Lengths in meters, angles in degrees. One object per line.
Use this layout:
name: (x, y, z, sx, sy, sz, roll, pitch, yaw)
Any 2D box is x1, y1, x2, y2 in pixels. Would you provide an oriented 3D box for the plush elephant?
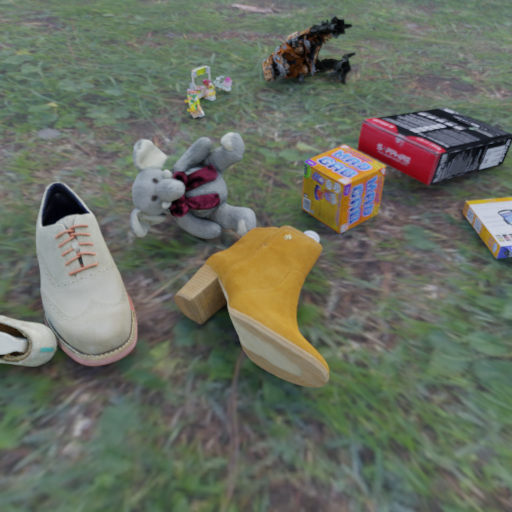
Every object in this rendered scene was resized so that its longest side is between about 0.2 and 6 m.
plush elephant: (-1.349, -1.145, 9.772, 2.222, 1.830, 1.721, 0, 7, 41)

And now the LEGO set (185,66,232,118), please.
LEGO set: (-1.433, -4.335, 14.533, 0.914, 0.739, 1.986, 15, 42, 18)

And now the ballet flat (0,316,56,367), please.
ballet flat: (-3.947, 1.068, 7.738, 2.332, 0.787, 0.727, 5, -5, 5)

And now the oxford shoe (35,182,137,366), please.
oxford shoe: (-2.780, 0.163, 8.524, 1.273, 1.328, 3.597, -19, 43, -22)

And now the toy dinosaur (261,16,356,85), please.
toy dinosaur: (1.463, -5.928, 15.958, 2.315, 1.743, 3.412, 6, 58, 32)

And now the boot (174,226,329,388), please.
boot: (0.386, 0.495, 8.234, 2.946, 1.037, 2.109, 25, 54, 38)

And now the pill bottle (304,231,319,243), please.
pill bottle: (0.858, -0.112, 9.615, 0.389, 0.389, 0.672, 12, 41, 15)

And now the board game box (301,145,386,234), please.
board game box: (1.612, -1.264, 10.491, 1.064, 1.065, 1.064, -26, 46, -29)

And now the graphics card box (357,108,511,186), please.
graphics card box: (3.780, -2.375, 11.719, 2.972, 0.756, 1.864, -19, 42, -37)

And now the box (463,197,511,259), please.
box: (4.534, -0.475, 10.134, 0.947, 0.330, 1.591, -5, 42, -6)
